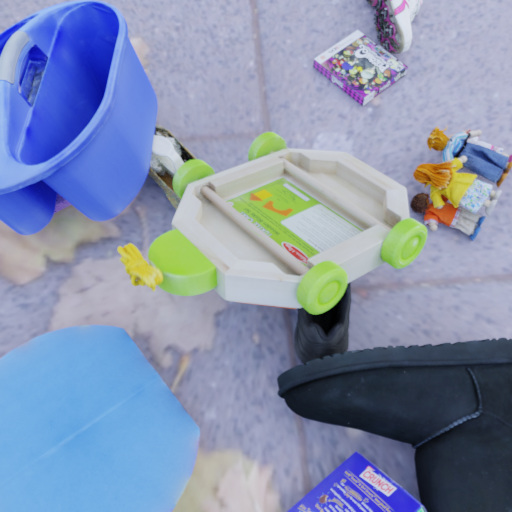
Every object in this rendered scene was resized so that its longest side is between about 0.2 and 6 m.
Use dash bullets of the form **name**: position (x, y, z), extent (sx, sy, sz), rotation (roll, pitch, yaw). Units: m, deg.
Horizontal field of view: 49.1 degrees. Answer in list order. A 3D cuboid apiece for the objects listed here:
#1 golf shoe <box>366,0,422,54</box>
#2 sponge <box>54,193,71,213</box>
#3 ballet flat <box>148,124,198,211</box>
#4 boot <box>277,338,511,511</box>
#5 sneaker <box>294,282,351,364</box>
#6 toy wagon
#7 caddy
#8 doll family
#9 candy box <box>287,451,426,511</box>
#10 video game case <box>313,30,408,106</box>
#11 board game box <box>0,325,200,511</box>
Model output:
- **golf shoe**: position (2.842, -4.973, 11.086), extent (1.070, 0.844, 2.324), rotation (-4, 63, -2)
- **sponge**: position (-3.275, -1.167, 9.493), extent (1.289, 0.192, 0.719), rotation (-30, 64, -13)
- **ballet flat**: position (-1.134, -1.258, 9.181), extent (0.938, 0.938, 2.654), rotation (-40, 70, -18)
- **boot**: position (2.161, 2.629, 7.025), extent (3.521, 1.303, 2.885), rotation (-5, 65, -4)
- **sneaker**: position (1.029, 0.247, 8.228), extent (1.017, 1.215, 2.677), rotation (-2, 62, -1)
- **toy wagon**: position (0.109, -0.403, 7.645), extent (4.086, 0.809, 3.171), rotation (-26, 46, -27)
- **caddy**: position (-3.178, -2.277, 8.568), extent (2.844, 2.112, 4.023), rotation (-9, 55, 12)
- **doll family**: position (3.370, -1.459, 9.191), extent (1.408, 1.022, 2.268), rotation (28, 66, 13)
- **candy box**: position (1.117, 3.274, 6.672), extent (1.508, 0.581, 1.275), rotation (-35, 24, -16)
- **video game case**: position (1.992, -3.623, 10.736), extent (1.232, 0.243, 1.360), rotation (-38, 69, -17)
- **board game box**: position (-2.294, 2.429, 7.368), extent (2.527, 0.623, 3.199), rotation (-33, 61, -23)
